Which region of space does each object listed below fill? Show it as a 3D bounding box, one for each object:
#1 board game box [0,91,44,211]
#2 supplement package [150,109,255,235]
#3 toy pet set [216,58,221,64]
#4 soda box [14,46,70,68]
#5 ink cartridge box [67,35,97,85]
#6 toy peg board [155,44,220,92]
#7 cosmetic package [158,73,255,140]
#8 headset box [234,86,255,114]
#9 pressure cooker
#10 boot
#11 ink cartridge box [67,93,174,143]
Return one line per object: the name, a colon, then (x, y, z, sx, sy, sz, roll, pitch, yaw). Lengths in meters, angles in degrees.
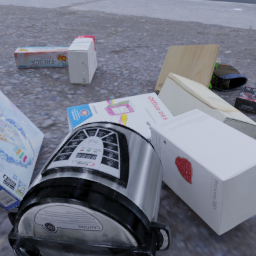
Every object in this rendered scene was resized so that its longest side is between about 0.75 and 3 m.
board game box: (-3.157, 0.141, 6.387, 0.554, 2.554, 2.542, -29, 31, 15)
supplement package: (1.591, 0.728, 5.695, 1.315, 1.332, 2.196, -19, 31, -21)
toy pet set: (3.631, -2.646, 12.398, 1.075, 0.611, 1.151, -22, 7, -30)
soda box: (-3.933, -3.316, 13.098, 2.452, 0.780, 0.839, -2, 33, -5)
ink cartridge box: (-1.891, -2.921, 11.869, 0.856, 1.475, 1.999, 2, 33, 4)
toy peg board: (2.326, -1.999, 10.533, 1.972, 0.969, 1.980, 9, 72, 36)
cosmetic package: (2.175, -0.446, 8.088, 1.490, 1.052, 2.878, 12, 25, -31)
headset box: (4.336, -0.965, 9.829, 0.902, 0.455, 1.213, 21, 39, 29)
pressure cooker: (-0.547, 1.362, 4.726, 2.270, 2.235, 2.541, 40, 33, -13)
boot: (3.426, -2.009, 10.992, 2.515, 0.940, 1.219, -10, 32, -18)
ink cartridge box: (-0.124, 0.136, 7.271, 2.571, 1.088, 1.858, -11, 40, -16)
